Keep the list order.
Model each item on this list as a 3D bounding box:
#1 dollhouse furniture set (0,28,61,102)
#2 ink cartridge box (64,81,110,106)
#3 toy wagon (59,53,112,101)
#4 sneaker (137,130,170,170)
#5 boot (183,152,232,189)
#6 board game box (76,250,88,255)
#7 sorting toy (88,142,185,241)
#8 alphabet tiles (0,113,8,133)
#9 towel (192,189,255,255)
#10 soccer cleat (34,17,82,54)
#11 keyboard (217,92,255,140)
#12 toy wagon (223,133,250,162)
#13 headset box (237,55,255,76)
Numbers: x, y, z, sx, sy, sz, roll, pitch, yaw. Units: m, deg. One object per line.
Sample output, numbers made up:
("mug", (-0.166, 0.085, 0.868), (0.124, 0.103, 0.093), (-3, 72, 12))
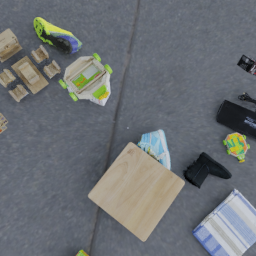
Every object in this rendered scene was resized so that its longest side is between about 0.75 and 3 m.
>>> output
("dollhouse furniture set", (-4.611, -2.701, 12.215), (2.266, 1.718, 2.586), (-40, 98, -12))
("ink cartridge box", (-1.672, -1.734, 11.749), (1.720, 1.255, 0.723), (22, 74, 7))
("toy wagon", (-1.102, -1.332, 8.006), (1.380, 0.352, 1.778), (-39, 62, -5))
("sneaker", (0.987, 1.005, 11.164), (1.201, 0.732, 1.840), (-8, 63, -4))
("boot", (3.059, 1.819, 10.960), (1.566, 0.580, 1.283), (39, 74, 19))
("board game box", (-1.949, 5.495, 9.817), (1.044, 0.489, 2.055), (37, 76, 11))
("sorting toy", (0.321, 2.360, 10.608), (2.571, 0.900, 2.587), (36, 76, 10))
("alphabet tiles", (-5.699, -0.087, 11.859), (1.148, 0.036, 0.955), (-42, 77, -12))
("towel", (3.839, 3.755, 10.494), (2.476, 0.295, 1.818), (-40, 78, -10))
("soccer cleat", (-3.266, -4.265, 12.928), (2.672, 0.864, 1.118), (37, 42, 17))
("keyboard", (5.257, -0.462, 11.780), (2.767, 0.285, 1.758), (27, 80, 11))
("toy wagon", (4.489, 0.803, 11.463), (0.937, 0.239, 1.208), (-15, 73, -5))
("headset box", (4.376, -2.003, 9.453), (1.086, 0.407, 0.807), (15, 28, -20))
